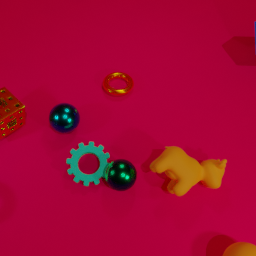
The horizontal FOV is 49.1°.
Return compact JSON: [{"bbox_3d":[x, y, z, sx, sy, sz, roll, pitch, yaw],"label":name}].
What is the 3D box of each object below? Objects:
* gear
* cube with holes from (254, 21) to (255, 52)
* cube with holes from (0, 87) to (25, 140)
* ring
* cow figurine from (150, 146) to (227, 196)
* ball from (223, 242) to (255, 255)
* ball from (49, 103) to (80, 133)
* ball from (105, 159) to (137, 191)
[{"bbox_3d":[-1.104,1.010,7.915,1.219,0.225,1.219,2,75,-7],"label":"gear"},{"bbox_3d":[4.766,-3.061,9.235,1.040,1.040,1.040,-2,18,26],"label":"cube with holes"},{"bbox_3d":[-3.714,-0.433,8.251,0.925,0.925,0.925,41,53,12],"label":"cube with holes"},{"bbox_3d":[-0.322,-1.506,9.446,1.059,0.212,1.059,2,52,-2],"label":"ring"},{"bbox_3d":[1.682,1.051,7.529,1.703,0.950,1.730,-40,92,-12],"label":"cow figurine"},{"bbox_3d":[2.675,3.152,6.374,1.036,1.036,1.036,0,61,0],"label":"ball"},{"bbox_3d":[-1.911,-0.298,8.446,0.925,0.925,0.925,0,61,0],"label":"ball"},{"bbox_3d":[-0.189,1.270,7.575,0.869,0.869,0.869,0,61,0],"label":"ball"}]
